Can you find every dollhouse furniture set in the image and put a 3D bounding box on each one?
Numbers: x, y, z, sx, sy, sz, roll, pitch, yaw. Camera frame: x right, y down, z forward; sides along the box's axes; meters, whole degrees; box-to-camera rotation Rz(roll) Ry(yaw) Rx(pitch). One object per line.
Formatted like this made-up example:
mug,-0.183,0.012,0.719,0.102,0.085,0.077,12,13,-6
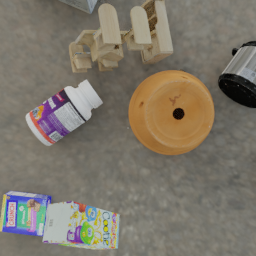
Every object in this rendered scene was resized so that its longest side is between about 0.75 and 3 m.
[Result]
dollhouse furniture set,-0.190,-3.005,8.637,2.837,2.606,1.846,-9,88,-28

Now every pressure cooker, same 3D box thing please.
pressure cooker,4.046,-1.785,8.860,1.680,1.706,1.910,37,86,-18

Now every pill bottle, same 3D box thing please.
pill bottle,-1.999,-0.547,9.058,2.263,1.261,1.261,-35,87,-2

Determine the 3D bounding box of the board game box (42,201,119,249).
board game box,-1.093,2.470,6.973,0.882,1.712,0.898,-18,56,33

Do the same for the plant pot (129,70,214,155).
plant pot,1.393,-0.432,8.556,2.804,1.962,2.804,0,95,1

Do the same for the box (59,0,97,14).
box,-1.850,-5.672,9.284,2.430,1.386,2.642,23,86,1

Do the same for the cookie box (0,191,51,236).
cookie box,-3.370,2.808,9.230,1.438,0.540,1.230,6,88,1

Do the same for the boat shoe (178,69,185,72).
boat shoe,2.064,-1.356,9.477,0.534,0.522,1.413,-28,87,-2
